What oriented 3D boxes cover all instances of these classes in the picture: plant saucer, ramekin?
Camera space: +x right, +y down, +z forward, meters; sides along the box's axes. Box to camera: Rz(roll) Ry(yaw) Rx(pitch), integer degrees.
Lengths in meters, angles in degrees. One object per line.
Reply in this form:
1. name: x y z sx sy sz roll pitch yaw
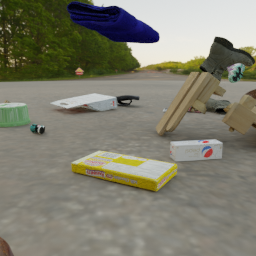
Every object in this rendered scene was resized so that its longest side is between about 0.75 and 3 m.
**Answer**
1. plant saucer: 5.505 -0.632 10.489 2.579 0.444 2.579 -4 41 4
2. ramekin: -4.883 -0.573 11.537 1.596 0.780 1.596 0 12 0

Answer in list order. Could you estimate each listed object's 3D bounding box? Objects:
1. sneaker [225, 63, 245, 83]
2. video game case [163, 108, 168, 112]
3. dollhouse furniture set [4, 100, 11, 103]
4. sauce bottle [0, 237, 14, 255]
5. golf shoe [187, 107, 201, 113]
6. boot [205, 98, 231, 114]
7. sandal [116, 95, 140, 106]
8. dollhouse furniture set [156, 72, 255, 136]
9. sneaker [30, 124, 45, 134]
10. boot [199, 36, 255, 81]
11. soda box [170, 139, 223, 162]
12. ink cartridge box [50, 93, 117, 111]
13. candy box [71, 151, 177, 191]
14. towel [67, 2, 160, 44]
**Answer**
1. sneaker: 3.824 -2.248 10.635 1.074 0.597 1.536 7 48 43
2. video game case: 2.353 -0.974 14.704 0.963 0.112 0.875 -6 11 14
3. dollhouse furniture set: -5.994 -0.873 14.413 0.906 0.738 0.862 34 -9 -34
4. sauce bottle: -1.702 1.349 2.876 2.208 0.729 0.729 9 15 36
5. golf shoe: 3.345 -1.059 14.508 1.069 0.492 0.388 6 14 29
6. boot: 4.441 -1.087 14.374 2.005 0.679 1.310 0 18 8
7. sandal: -0.483 -1.606 17.127 2.864 0.613 1.089 -3 1 36
8. dollhouse furniture set: 2.851 0.023 8.947 2.938 2.394 2.794 32 10 -5
9. sneaker: -3.203 0.033 9.808 0.467 0.323 0.773 4 4 -6
10. boot: 3.177 -2.058 9.107 1.883 1.230 0.638 18 14 -29
11. soda box: 1.734 0.564 7.134 1.268 0.432 0.404 -2 12 -11
12. ink cartridge box: -2.418 -1.241 15.379 2.938 0.737 2.383 -20 22 -33
13. candy box: -0.096 0.869 6.085 2.085 0.275 1.065 7 17 30
14. towel: -0.392 -3.444 9.601 2.159 0.724 2.924 20 12 29
